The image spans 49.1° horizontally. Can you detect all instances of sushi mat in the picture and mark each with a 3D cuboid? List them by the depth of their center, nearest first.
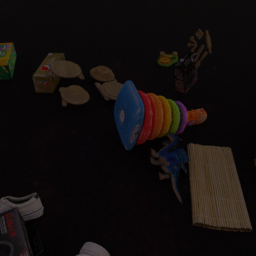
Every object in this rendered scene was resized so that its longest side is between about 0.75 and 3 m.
[{"bbox_3d":[2.175,1.352,7.028,1.252,0.158,2.616,5,40,4],"label":"sushi mat"}]

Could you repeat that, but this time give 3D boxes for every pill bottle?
[{"bbox_3d":[-0.821,2.711,4.968,0.673,0.673,1.187,15,42,17],"label":"pill bottle"}]

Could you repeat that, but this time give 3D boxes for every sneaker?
[{"bbox_3d":[-2.693,1.786,6.063,1.609,0.570,0.588,-12,11,-22],"label":"sneaker"}]

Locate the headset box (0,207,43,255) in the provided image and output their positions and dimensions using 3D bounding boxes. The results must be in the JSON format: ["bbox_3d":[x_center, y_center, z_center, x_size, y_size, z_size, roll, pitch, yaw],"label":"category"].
[{"bbox_3d":[-2.598,2.524,5.108,2.041,0.788,1.519,-20,43,-20],"label":"headset box"}]

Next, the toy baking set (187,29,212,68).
[{"bbox_3d":[2.143,-2.364,8.304,0.122,1.045,0.802,-12,-1,-35],"label":"toy baking set"}]

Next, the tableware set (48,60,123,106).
[{"bbox_3d":[-1.387,-1.678,10.227,2.943,0.341,2.459,-1,43,-23],"label":"tableware set"}]

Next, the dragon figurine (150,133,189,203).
[{"bbox_3d":[1.225,0.885,7.240,1.007,0.596,2.026,-13,40,-15],"label":"dragon figurine"}]

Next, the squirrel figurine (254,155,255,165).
[{"bbox_3d":[4.137,0.466,6.692,2.068,1.930,1.463,17,43,19],"label":"squirrel figurine"}]

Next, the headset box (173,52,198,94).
[{"bbox_3d":[2.060,-1.899,9.965,0.472,1.222,0.909,26,60,34],"label":"headset box"}]

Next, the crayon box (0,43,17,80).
[{"bbox_3d":[-5.466,-2.773,11.615,1.334,0.654,2.246,-8,40,-9],"label":"crayon box"}]

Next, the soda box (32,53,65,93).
[{"bbox_3d":[-2.996,-2.165,10.851,0.657,0.695,2.051,3,39,4],"label":"soda box"}]

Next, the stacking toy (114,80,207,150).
[{"bbox_3d":[1.137,-0.313,8.294,2.849,1.654,1.564,0,42,-21],"label":"stacking toy"}]

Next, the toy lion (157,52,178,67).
[{"bbox_3d":[1.733,-2.973,12.197,0.908,0.312,0.871,-1,47,-1],"label":"toy lion"}]
